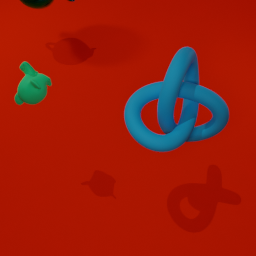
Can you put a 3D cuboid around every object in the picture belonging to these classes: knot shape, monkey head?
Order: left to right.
[{"bbox_3d":[-1.893,-0.837,5.371,0.758,1.054,0.635,49,50,-18],"label":"monkey head"},{"bbox_3d":[0.839,-0.343,5.268,1.882,2.011,0.929,-29,25,-14],"label":"knot shape"}]

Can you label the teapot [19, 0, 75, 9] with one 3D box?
[{"bbox_3d":[-2.606,-4.100,8.323,1.996,0.977,1.241,13,93,2],"label":"teapot"}]
